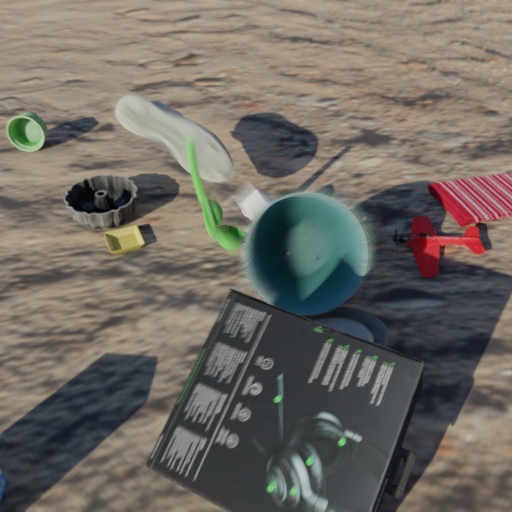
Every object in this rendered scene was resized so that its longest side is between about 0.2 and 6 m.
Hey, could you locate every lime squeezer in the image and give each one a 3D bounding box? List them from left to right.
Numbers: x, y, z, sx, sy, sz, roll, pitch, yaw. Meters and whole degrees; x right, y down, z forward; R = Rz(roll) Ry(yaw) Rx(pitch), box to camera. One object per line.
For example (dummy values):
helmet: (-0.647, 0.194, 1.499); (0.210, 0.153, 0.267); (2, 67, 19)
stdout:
lime squeezer: (-0.536, -0.795, 10.997); (1.185, 3.356, 0.633); (-33, 39, 23)

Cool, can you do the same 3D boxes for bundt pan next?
bundt pan: (-3.462, -1.167, 12.655); (1.622, 0.609, 1.622); (1, 41, -1)

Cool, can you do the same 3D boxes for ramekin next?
ramekin: (-6.072, -3.330, 14.939); (0.988, 0.988, 0.483); (1, 33, 1)

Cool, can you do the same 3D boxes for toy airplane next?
toy airplane: (3.899, -0.276, 11.791); (2.018, 0.371, 2.018); (0, 42, 0)

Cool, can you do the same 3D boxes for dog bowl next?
dog bowl: (1.226, 1.529, 9.183); (1.890, 0.554, 1.890); (-6, 23, 3)

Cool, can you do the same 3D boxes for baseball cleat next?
baseball cleat: (-1.623, -2.743, 12.584); (3.032, 1.057, 1.614); (35, 24, 7)

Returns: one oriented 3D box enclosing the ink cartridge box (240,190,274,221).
ink cartridge box: (0.104, -0.957, 11.503); (0.737, 0.538, 0.310); (25, 25, -48)

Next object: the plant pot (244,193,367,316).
plant pot: (0.865, -0.091, 10.030); (2.062, 2.062, 1.389); (3, 7, 4)

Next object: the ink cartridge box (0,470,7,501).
ink cartridge box: (-4.040, 2.984, 7.187); (1.011, 1.374, 0.994); (2, 41, 3)

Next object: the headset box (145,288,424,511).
headset box: (0.554, 2.206, 7.306); (2.942, 1.365, 2.561); (18, 72, 22)

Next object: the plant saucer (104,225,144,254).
plant saucer: (-2.816, -0.314, 11.985); (0.733, 0.178, 0.733); (-16, 43, -17)

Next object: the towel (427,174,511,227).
towel: (5.434, -1.348, 13.138); (2.364, 0.266, 1.709); (-8, 39, -13)
